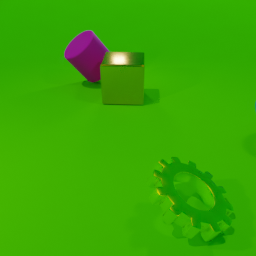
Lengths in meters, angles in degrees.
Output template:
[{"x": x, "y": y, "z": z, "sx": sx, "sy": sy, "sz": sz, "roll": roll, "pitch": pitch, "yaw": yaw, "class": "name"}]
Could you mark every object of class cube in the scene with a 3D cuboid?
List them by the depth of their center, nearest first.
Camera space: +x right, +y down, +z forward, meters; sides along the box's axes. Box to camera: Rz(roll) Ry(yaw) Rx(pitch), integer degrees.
[{"x": -0.138, "y": -1.679, "z": 9.367, "sx": 1.362, "sy": 1.362, "sz": 1.362, "roll": 1, "pitch": 32, "yaw": 3, "class": "cube"}]

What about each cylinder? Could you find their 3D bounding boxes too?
[{"x": -1.430, "y": -2.670, "z": 10.525, "sx": 1.383, "sy": 1.383, "sz": 1.383, "roll": -23, "pitch": 45, "yaw": 25, "class": "cylinder"}]

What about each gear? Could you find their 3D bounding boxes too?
[{"x": 1.038, "y": 1.124, "z": 4.688, "sx": 1.477, "sy": 0.273, "sz": 1.477, "roll": 20, "pitch": 34, "yaw": -14, "class": "gear"}]
